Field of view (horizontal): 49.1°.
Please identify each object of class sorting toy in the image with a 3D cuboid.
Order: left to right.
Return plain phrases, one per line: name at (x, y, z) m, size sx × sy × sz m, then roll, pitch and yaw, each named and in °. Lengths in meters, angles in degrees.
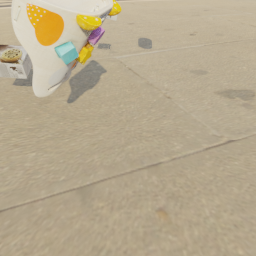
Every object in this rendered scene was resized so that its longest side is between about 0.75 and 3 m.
sorting toy at (-1.126, -1.531, 5.161) m, size 1.143 × 1.926 × 2.139 m, roll 31°, pitch 38°, yaw -2°

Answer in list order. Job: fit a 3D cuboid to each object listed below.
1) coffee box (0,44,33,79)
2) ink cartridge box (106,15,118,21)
coffee box at (-3.729, -2.018, 8.426) m, size 1.508 × 0.602 × 0.852 m, roll 4°, pitch 53°, yaw 1°
ink cartridge box at (-0.753, -4.454, 10.594) m, size 0.776 × 0.332 × 0.573 m, roll 10°, pitch 66°, yaw -3°
